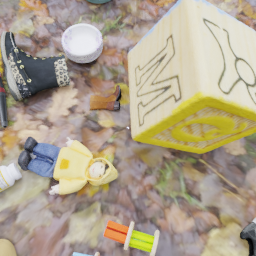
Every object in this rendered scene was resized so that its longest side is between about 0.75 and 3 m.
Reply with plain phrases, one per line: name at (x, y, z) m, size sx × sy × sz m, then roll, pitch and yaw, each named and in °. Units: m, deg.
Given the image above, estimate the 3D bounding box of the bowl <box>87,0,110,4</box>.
bowl at (-1.097, -5.333, 10.172) m, size 1.984 × 1.038 × 1.984 m, roll 0°, pitch 67°, yaw -1°

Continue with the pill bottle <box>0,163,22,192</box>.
pill bottle at (-3.450, 1.393, 7.466) m, size 1.075 × 0.604 × 0.604 m, roll -29°, pitch 69°, yaw -14°

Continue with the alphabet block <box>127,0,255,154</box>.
alphabet block at (1.696, -1.093, 7.029) m, size 2.577 × 2.591 × 2.638 m, roll 13°, pitch 62°, yaw -29°

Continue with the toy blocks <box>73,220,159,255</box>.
toy blocks at (-0.343, 2.931, 6.633) m, size 1.873 × 0.680 × 1.561 m, roll 14°, pitch 82°, yaw 6°

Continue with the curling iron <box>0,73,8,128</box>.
curling iron at (-4.056, -1.047, 8.656) m, size 0.593 × 0.306 × 2.393 m, roll -4°, pitch 64°, yaw -43°

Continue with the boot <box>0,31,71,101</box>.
boot at (-2.935, -2.115, 8.889) m, size 1.847 × 0.883 × 2.445 m, roll -14°, pitch 70°, yaw -10°

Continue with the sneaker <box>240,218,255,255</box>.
sneaker at (3.353, 3.146, 6.728) m, size 0.819 × 0.601 × 1.809 m, roll -25°, pitch 65°, yaw -8°

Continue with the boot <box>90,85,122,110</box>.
boot at (-0.698, -0.949, 8.722) m, size 0.954 × 0.327 × 0.898 m, roll 2°, pitch 74°, yaw 9°

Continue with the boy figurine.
boy figurine at (-1.574, 1.062, 7.507) m, size 2.578 × 0.831 × 1.603 m, roll 15°, pitch 64°, yaw 9°

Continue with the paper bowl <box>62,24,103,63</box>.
paper bowl at (-1.475, -2.717, 9.219) m, size 1.305 × 0.679 × 1.305 m, roll 0°, pitch 66°, yaw 0°

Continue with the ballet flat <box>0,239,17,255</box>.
ballet flat at (-3.140, 3.980, 6.158) m, size 0.993 × 0.912 × 2.893 m, roll 4°, pitch 66°, yaw -2°
